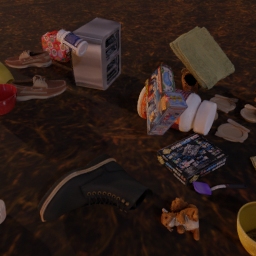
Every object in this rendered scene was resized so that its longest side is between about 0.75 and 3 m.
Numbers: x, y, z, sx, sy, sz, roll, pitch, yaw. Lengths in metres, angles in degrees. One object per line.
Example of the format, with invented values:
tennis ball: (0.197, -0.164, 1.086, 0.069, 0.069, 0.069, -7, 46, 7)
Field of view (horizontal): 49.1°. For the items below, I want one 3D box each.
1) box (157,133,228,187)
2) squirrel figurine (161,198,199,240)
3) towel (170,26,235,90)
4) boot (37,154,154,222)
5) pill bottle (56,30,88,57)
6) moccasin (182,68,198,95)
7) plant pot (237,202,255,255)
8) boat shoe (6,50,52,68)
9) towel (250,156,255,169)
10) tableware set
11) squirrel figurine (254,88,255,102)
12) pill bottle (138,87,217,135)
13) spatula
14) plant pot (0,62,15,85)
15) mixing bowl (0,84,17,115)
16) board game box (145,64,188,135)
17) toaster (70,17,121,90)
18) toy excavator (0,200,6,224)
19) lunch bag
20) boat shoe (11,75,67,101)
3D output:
box: (2.027, 0.939, 8.889, 1.775, 0.408, 1.411, -22, 43, -26)
squirrel figurine: (1.315, 2.252, 7.109, 0.919, 0.697, 0.984, -3, 22, 13)
towel: (3.052, -2.904, 11.458, 1.861, 0.458, 2.508, -34, 82, -18)
boot: (-0.762, 1.838, 7.312, 1.842, 1.032, 2.663, 31, 48, 28)
pill bottle: (-2.126, -3.244, 10.592, 1.123, 0.623, 0.623, 34, 46, 10)
moccasin: (2.786, -2.191, 12.627, 0.812, 0.857, 2.220, 9, 38, 11)
plant pot: (3.097, 2.484, 6.481, 1.237, 0.878, 1.237, -1, 37, 0)
boat shoe: (-5.180, -3.661, 14.571, 2.330, 0.836, 0.882, -5, 38, -6)
towel: (4.512, 1.184, 8.738, 1.169, 0.213, 0.867, -1, 38, -2)
tableware set: (3.874, -0.495, 10.848, 2.329, 0.323, 2.788, 30, 46, 33)
squirrel figurine: (5.604, -1.036, 10.498, 1.740, 1.319, 1.865, 12, 56, -38)
pill bottle: (1.764, -0.692, 10.194, 2.573, 1.410, 1.410, 20, 42, 25)
spatula: (2.684, 1.713, 8.082, 1.601, 0.165, 0.452, -2, 34, -3)
plant pot: (-5.613, -2.072, 12.189, 1.053, 1.483, 1.483, 30, 43, 4)
mixing bowl: (-5.127, -1.042, 11.149, 1.530, 0.828, 1.530, -1, 37, 0)
board game box: (1.101, -0.844, 8.363, 0.565, 1.831, 1.832, 2, 78, -17)
toaster: (-1.447, -3.349, 12.719, 1.690, 2.576, 2.849, 14, 39, 17)
toy excavator: (-4.579, 2.065, 7.016, 2.177, 1.118, 2.239, 29, 37, 31)
lunch bag: (-3.807, -4.405, 14.965, 1.749, 1.540, 0.716, 19, 41, 23)
boat shoe: (-3.851, -1.795, 12.103, 2.400, 0.861, 0.909, -13, 39, -17)
